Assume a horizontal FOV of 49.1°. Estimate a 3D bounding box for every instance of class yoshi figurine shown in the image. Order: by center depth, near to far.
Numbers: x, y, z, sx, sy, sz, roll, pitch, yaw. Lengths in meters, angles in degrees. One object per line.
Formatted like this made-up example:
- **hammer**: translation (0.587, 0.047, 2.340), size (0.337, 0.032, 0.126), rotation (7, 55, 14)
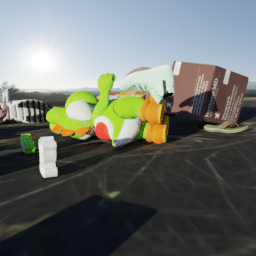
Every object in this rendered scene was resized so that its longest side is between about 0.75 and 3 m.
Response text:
- **yoshi figurine**: translation (-0.478, -0.407, 6.613), size (2.828, 1.589, 1.583), rotation (1, -1, 15)

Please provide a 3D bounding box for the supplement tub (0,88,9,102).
- **supplement tub**: translation (-7.109, -1.382, 14.249), size (1.923, 1.391, 1.391), rotation (-2, 8, -19)

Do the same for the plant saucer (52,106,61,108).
- **plant saucer**: translation (-2.070, -0.594, 11.334), size (2.020, 0.298, 2.020), rotation (10, 3, 0)

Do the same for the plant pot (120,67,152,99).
- **plant pot**: translation (0.704, -1.323, 12.071), size (2.253, 2.253, 1.955), rotation (0, 23, 2)

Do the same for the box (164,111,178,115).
- **box**: translation (2.545, -1.475, 14.785), size (1.227, 1.439, 2.251), rotation (-4, 8, -27)

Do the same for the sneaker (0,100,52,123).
- **sneaker**: translation (-4.189, -0.630, 10.434), size (2.678, 0.890, 1.212), rotation (-6, 12, -28)

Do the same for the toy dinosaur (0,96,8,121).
- **toy dinosaur**: translation (-3.663, -0.267, 7.648), size (1.330, 0.571, 0.901), rotation (-48, 33, -20)

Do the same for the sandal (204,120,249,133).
- **sandal**: translation (2.800, -0.054, 8.064), size (1.248, 0.356, 0.495), rotation (5, 9, 33)

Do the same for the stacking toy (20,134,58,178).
- **stacking toy**: translation (-2.217, 0.351, 4.283), size (1.769, 0.551, 2.346), rotation (-4, 8, -27)

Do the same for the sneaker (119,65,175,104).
- **sneaker**: translation (0.367, -0.769, 5.554), size (1.152, 0.680, 0.424), rotation (-14, -14, 21)

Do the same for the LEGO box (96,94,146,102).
- **LEGO box**: translation (-0.398, -0.489, 8.443), size (1.510, 0.783, 2.028), rotation (2, 17, 15)

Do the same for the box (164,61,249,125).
- **box**: translation (2.608, -1.155, 9.471), size (2.090, 1.734, 1.716), rotation (4, 12, -40)
